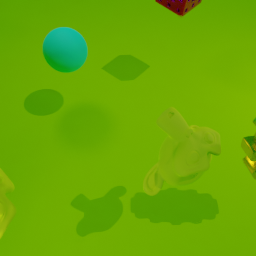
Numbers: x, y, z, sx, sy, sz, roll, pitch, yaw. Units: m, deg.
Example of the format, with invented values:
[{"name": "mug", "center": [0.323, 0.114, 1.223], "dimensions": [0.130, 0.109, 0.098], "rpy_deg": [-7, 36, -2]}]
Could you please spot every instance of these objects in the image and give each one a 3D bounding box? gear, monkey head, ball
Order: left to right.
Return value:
[{"name": "monkey head", "center": [-2.247, 1.016, 3.589], "dimensions": [1.166, 1.391, 1.934], "rpy_deg": [-30, 51, 6]}, {"name": "ball", "center": [-1.626, -2.014, 7.276], "dimensions": [1.138, 1.138, 1.138], "rpy_deg": [0, 55, 0]}, {"name": "monkey head", "center": [0.794, 0.294, 4.405], "dimensions": [1.165, 0.976, 1.619], "rpy_deg": [48, 63, -1]}, {"name": "gear", "center": [2.800, 0.196, 4.403], "dimensions": [1.924, 1.924, 0.356], "rpy_deg": [-6, 39, -5]}]

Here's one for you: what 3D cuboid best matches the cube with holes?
[{"name": "cube with holes", "center": [1.450, -3.800, 7.514], "dimensions": [0.945, 0.945, 0.945], "rpy_deg": [39, 64, 18]}]
